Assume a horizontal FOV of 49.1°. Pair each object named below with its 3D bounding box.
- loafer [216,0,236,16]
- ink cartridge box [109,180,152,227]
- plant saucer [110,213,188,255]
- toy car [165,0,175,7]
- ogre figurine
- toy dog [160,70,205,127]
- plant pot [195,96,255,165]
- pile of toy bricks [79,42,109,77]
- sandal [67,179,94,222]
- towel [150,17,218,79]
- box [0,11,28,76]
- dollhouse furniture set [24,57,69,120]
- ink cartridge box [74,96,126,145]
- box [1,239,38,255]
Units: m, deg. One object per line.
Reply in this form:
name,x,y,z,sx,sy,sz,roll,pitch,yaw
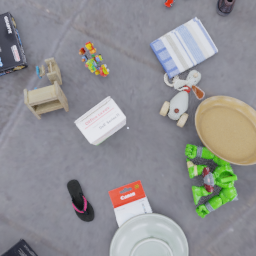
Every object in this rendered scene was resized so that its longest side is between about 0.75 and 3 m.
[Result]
loafer,3.637,-5.062,9.731,0.792,0.694,2.202,13,85,1
ink cartridge box,0.119,2.610,9.204,1.167,0.345,1.458,-20,87,-2
plant saucer,0.706,4.004,8.764,2.545,0.639,2.545,0,93,-4
toy car,1.780,-4.747,9.940,0.985,0.233,1.047,1,85,0
ogre figurine,2.677,1.621,8.923,1.388,1.136,2.316,-10,73,11
toy dog,1.800,-1.048,9.226,1.319,0.964,2.001,8,85,1
plant pot,3.293,0.077,8.976,2.549,0.350,2.549,6,58,-10
pile of toy bricks,-1.201,-2.148,9.245,0.671,0.597,1.210,-13,123,32
sandal,-1.608,2.429,9.221,0.568,0.341,1.513,-27,85,-2
towel,1.932,-2.780,9.698,2.025,0.241,1.487,-30,85,-5
box,-4.689,-2.757,9.639,1.969,0.493,1.983,-17,85,-1
dollhouse furniture set,-2.731,-1.296,9.343,1.090,1.084,1.547,-15,61,0
ink cartridge box,-0.766,-0.139,8.511,1.298,2.216,0.746,-37,86,-3
box,-3.103,4.898,7.972,1.356,2.371,2.604,-43,85,-4
